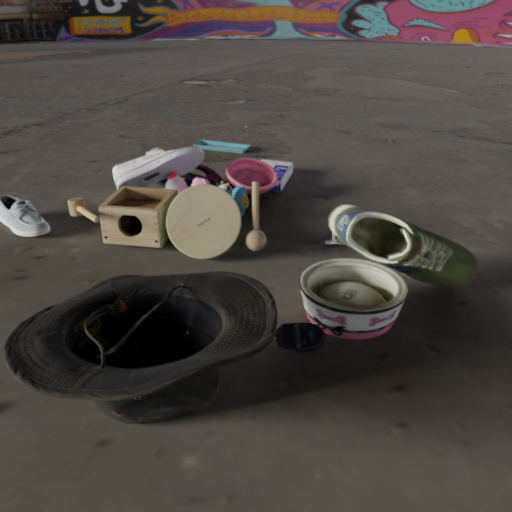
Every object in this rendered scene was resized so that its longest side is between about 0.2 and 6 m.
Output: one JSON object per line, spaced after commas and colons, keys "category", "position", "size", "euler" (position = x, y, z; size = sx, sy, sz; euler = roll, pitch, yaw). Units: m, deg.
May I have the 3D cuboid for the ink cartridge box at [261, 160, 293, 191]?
{"category": "ink cartridge box", "position": [0.340, -2.068, 14.637], "size": [0.908, 0.356, 1.918], "euler": [8, 26, 13]}

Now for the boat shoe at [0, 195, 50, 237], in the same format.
{"category": "boat shoe", "position": [-5.066, -0.899, 12.035], "size": [1.761, 0.627, 0.614], "euler": [22, 35, 37]}

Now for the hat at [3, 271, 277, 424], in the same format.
{"category": "hat", "position": [-1.320, 1.312, 7.039], "size": [3.270, 1.319, 3.270], "euler": [-5, 21, 2]}

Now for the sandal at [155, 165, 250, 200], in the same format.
{"category": "sandal", "position": [-1.338, -1.924, 14.009], "size": [2.719, 0.651, 1.022], "euler": [14, 30, 25]}

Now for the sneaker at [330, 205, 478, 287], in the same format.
{"category": "sneaker", "position": [2.517, -0.081, 9.350], "size": [2.682, 0.899, 1.204], "euler": [22, 9, 0]}

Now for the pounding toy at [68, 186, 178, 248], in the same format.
{"category": "pounding toy", "position": [-2.775, -0.687, 11.303], "size": [2.000, 0.915, 1.757], "euler": [5, 27, 9]}

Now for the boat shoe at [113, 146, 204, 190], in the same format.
{"category": "boat shoe", "position": [-2.338, -2.209, 13.218], "size": [2.185, 0.775, 0.763], "euler": [-24, 66, -3]}

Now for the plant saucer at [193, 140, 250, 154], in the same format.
{"category": "plant saucer", "position": [-1.072, -3.398, 17.454], "size": [1.724, 0.164, 0.603], "euler": [10, 29, 17]}

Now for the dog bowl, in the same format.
{"category": "dog bowl", "position": [1.522, 0.689, 8.939], "size": [1.700, 0.627, 1.700], "euler": [1, 27, 0]}

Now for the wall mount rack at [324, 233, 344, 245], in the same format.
{"category": "wall mount rack", "position": [1.980, -0.507, 11.347], "size": [1.171, 0.437, 1.018], "euler": [-3, 10, 18]}

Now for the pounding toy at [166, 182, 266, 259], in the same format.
{"category": "pounding toy", "position": [-0.775, -0.642, 11.065], "size": [1.878, 1.450, 0.871], "euler": [-6, -6, 2]}

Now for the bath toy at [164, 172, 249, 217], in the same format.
{"category": "bath toy", "position": [-1.236, -1.425, 12.886], "size": [2.190, 0.809, 0.952], "euler": [16, 31, 31]}

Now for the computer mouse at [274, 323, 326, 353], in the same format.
{"category": "computer mouse", "position": [0.230, 1.233, 8.254], "size": [1.612, 0.274, 0.473], "euler": [0, 53, -1]}

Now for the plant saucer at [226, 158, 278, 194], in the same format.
{"category": "plant saucer", "position": [-0.119, -1.887, 13.515], "size": [1.257, 0.319, 1.257], "euler": [8, 43, -7]}
